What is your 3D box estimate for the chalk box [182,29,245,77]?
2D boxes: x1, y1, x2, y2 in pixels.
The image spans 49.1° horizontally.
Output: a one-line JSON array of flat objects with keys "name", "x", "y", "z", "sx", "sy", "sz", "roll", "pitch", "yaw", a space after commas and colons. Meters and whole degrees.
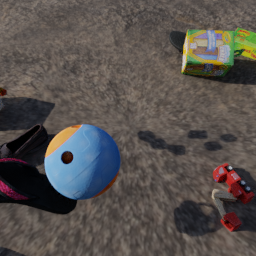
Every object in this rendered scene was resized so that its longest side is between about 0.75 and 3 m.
[{"name": "chalk box", "x": 3.035, "y": -2.616, "z": 9.968, "sx": 2.039, "sy": 1.269, "sz": 1.262, "roll": 5, "pitch": 81, "yaw": 5}]

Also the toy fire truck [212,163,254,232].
[{"name": "toy fire truck", "x": 2.540, "y": 1.693, "z": 7.105, "sx": 1.079, "sy": 0.373, "sz": 1.530, "roll": -21, "pitch": 52, "yaw": -17}]

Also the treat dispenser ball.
[{"name": "treat dispenser ball", "x": -0.765, "y": 0.575, "z": 4.814, "sx": 1.280, "sy": 1.280, "sz": 1.280, "roll": 0, "pitch": 49, "yaw": 0}]

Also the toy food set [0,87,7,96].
[{"name": "toy food set", "x": -3.050, "y": -1.175, "z": 5.937, "sx": 0.741, "sy": 1.648, "sz": 0.787, "roll": 30, "pitch": 53, "yaw": -7}]

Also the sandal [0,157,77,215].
[{"name": "sandal", "x": -1.935, "y": 0.935, "z": 4.973, "sx": 2.456, "sy": 0.553, "sz": 0.922, "roll": 21, "pitch": 45, "yaw": -30}]

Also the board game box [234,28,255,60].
[{"name": "board game box", "x": 5.202, "y": -3.282, "z": 11.303, "sx": 2.145, "sy": 0.511, "sz": 1.089, "roll": 28, "pitch": 55, "yaw": 22}]

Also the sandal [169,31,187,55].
[{"name": "sandal", "x": 2.521, "y": -3.020, "z": 11.131, "sx": 2.335, "sy": 0.559, "sz": 0.878, "roll": 40, "pitch": 62, "yaw": 14}]

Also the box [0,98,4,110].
[{"name": "box", "x": -4.890, "y": -0.777, "z": 8.766, "sx": 1.245, "sy": 1.072, "sz": 1.251, "roll": 13, "pitch": 49, "yaw": 11}]

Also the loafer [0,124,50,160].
[{"name": "loafer", "x": -3.235, "y": 0.560, "z": 7.888, "sx": 2.103, "sy": 0.662, "sz": 0.756, "roll": -34, "pitch": 57, "yaw": -26}]
